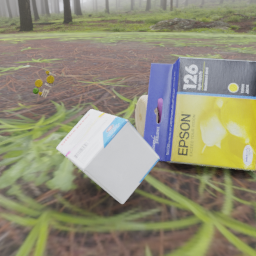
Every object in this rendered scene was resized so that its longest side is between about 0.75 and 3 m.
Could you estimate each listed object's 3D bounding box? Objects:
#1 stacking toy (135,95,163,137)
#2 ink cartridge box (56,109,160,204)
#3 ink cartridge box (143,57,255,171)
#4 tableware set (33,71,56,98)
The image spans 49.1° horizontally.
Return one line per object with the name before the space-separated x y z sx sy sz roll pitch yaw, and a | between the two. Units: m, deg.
stacking toy | 1.744 -0.351 8.113 2.924 1.248 1.248 -3 23 -16
ink cartridge box | -0.473 0.438 5.361 1.093 1.065 1.700 -49 29 -12
ink cartridge box | 1.682 -0.388 6.573 2.564 2.534 0.603 5 -9 8
tableware set | -3.239 -1.716 10.840 0.696 1.034 0.159 24 -1 7
